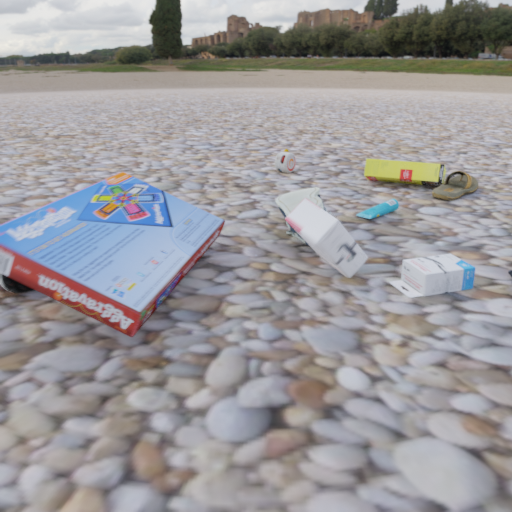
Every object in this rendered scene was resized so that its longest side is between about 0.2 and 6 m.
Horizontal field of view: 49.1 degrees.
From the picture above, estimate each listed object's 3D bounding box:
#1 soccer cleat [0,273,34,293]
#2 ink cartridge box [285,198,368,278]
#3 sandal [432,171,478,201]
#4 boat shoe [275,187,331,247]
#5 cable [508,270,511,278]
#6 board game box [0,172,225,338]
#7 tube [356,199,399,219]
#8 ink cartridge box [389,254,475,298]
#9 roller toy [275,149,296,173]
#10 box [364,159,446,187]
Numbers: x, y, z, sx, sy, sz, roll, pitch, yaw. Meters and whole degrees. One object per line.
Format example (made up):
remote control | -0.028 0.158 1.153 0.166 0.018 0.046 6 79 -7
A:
soccer cleat | -3.467 -0.080 10.274 2.606 0.889 0.954 -20 31 -34
ink cartridge box | 1.272 -0.301 9.998 0.572 1.349 0.982 -47 45 -1
sandal | 5.622 -2.055 15.703 0.888 0.597 2.210 17 27 36
boat shoe | 1.106 -0.907 12.267 1.083 0.895 2.893 -20 15 0
cable | 5.248 0.521 9.327 1.798 0.457 1.467 1 22 2
board game box | -2.235 -0.340 9.595 2.455 0.464 4.769 27 21 1
tube | 3.030 -1.121 13.813 1.173 0.296 0.454 -21 21 -32
ink cartridge box | 3.075 0.338 9.834 1.268 0.423 0.735 -7 22 -17
roller toy | 0.926 -3.030 18.096 0.499 0.714 0.652 15 38 33
box | 4.368 -2.447 16.447 2.249 0.564 0.846 9 1 20
